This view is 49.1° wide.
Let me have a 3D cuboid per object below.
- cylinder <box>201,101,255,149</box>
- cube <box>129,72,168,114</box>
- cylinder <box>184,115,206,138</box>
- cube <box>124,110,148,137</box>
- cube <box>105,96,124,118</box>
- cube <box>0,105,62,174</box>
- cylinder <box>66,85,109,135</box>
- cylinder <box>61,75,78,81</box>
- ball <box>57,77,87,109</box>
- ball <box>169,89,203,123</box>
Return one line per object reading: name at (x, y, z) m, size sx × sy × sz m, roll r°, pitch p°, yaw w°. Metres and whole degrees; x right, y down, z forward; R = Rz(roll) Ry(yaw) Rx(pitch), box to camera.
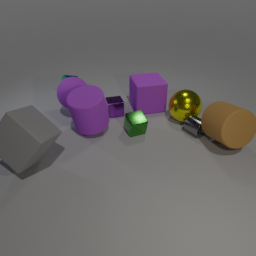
cylinder at (3.567, -0.143, 10.016) m, size 1.400 × 1.400 × 1.400 m, roll -9°, pitch 20°, yaw -14°
cube at (0.892, -1.591, 12.783) m, size 1.400 × 1.400 × 1.400 m, roll -7°, pitch 33°, yaw -11°
cylinder at (2.693, -0.075, 11.049) m, size 0.700 × 0.700 × 0.700 m, roll -21°, pitch 38°, yaw -30°
cube at (0.302, -0.174, 11.046) m, size 0.700 × 0.700 × 0.700 m, roll -14°, pitch 52°, yaw -19°
cube at (-0.583, -0.943, 12.421) m, size 0.700 × 0.700 × 0.700 m, roll -8°, pitch 33°, yaw -13°
cube at (-3.288, 0.313, 8.968) m, size 1.400 × 1.400 × 1.400 m, roll 41°, pitch 18°, yaw 0°
cylinder at (-1.507, -0.686, 10.751) m, size 1.400 × 1.400 × 1.400 m, roll -4°, pitch 45°, yaw 4°
cylinder at (-2.995, -2.384, 14.523) m, size 0.700 × 0.700 × 0.700 m, roll -4°, pitch 28°, yaw -42°
ball at (-2.328, -1.478, 11.971) m, size 1.400 × 1.400 × 1.400 m, roll 0°, pitch 32°, yaw 0°
ball at (2.412, -0.926, 11.779) m, size 1.400 × 1.400 × 1.400 m, roll 0°, pitch 32°, yaw 0°
